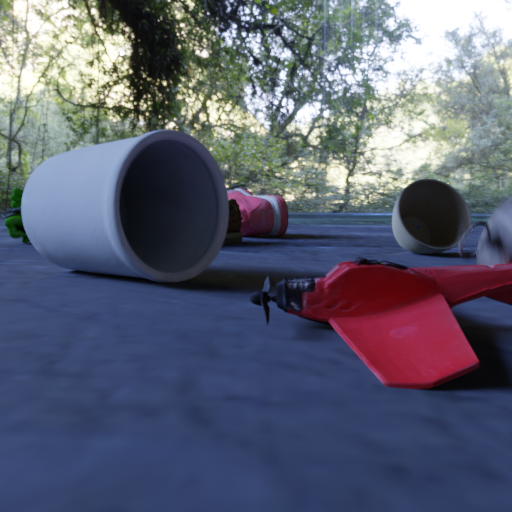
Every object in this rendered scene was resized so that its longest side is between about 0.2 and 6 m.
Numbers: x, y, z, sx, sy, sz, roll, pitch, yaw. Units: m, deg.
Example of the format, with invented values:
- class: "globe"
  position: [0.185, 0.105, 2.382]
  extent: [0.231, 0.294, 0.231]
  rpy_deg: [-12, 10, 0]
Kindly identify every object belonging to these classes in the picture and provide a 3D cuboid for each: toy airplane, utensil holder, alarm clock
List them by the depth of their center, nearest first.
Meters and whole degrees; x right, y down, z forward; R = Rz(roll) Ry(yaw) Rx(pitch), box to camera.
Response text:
- class: "toy airplane"
  position: [1.169, 0.236, 3.415]
  extent: [2.430, 0.447, 2.430]
  rpy_deg: [0, 7, 0]
- class: "alarm clock"
  position: [1.947, -0.099, 4.068]
  extent: [1.303, 0.879, 0.434]
  rpy_deg: [2, 29, -28]
- class: "utensil holder"
  position: [-1.417, -0.481, 5.947]
  extent: [1.746, 1.483, 1.483]
  rpy_deg: [1, 4, 40]

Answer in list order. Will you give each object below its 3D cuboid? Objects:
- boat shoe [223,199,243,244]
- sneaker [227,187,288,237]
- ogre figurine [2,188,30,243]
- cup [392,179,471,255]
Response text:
- class: "boat shoe"
  position: [-1.347, -0.656, 10.410]
  extent: [0.974, 0.920, 2.707]
  rpy_deg: [4, 7, 38]
- class: "sneaker"
  position: [-0.607, -1.080, 13.593]
  extent: [1.405, 1.194, 3.240]
  rpy_deg: [-5, 7, -31]
- class: "ogre figurine"
  position: [-3.745, -1.106, 12.234]
  extent: [2.094, 1.713, 3.492]
  rpy_deg: [-17, -12, 7]
- class: "cup"
  position: [2.544, -0.473, 8.553]
  extent: [1.152, 1.152, 0.824]
  rpy_deg: [-1, -22, -11]
